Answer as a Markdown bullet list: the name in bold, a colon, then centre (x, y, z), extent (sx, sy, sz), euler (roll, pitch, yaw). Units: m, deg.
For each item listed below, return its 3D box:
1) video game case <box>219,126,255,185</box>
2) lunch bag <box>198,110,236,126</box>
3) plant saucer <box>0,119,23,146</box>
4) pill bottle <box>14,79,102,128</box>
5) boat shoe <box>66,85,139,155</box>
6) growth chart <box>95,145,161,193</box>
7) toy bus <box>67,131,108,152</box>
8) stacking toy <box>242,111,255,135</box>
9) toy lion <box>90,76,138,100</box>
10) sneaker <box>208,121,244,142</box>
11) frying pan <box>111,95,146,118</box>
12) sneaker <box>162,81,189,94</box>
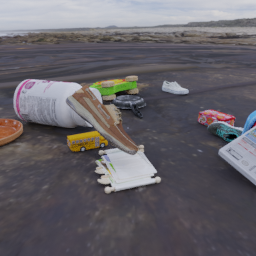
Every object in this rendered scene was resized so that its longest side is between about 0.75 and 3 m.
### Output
- **video game case**: centre (3.727, 0.591, 7.255), extent (2.226, 0.201, 1.594), euler (-28, 49, -20)
- **lunch bag**: centre (3.449, -0.342, 10.798), extent (1.086, 0.505, 1.233), euler (-10, 23, -36)
- **plant saucer**: centre (-4.664, 0.201, 9.492), extent (2.103, 0.339, 2.103), euler (0, 22, 0)
- **pill bottle**: centre (-2.592, -0.906, 10.538), extent (2.958, 1.677, 1.677), euler (8, 23, 20)
- **boat shoe**: centre (-0.576, -0.253, 7.578), extent (2.438, 0.875, 0.923), euler (42, -7, 5)
- **growth chart**: centre (-0.097, 1.017, 7.639), extent (1.648, 0.202, 2.277), euler (-5, 22, -11)
- **toy bus**: centre (-1.260, 0.413, 8.799), extent (1.223, 0.479, 0.398), euler (-10, 23, -25)
- **stacking toy**: centre (4.536, 0.440, 8.133), extent (1.297, 1.227, 2.235), euler (-25, 42, -35)
- **toy lion**: centre (-0.982, -2.288, 15.430), extent (2.694, 0.965, 2.811), euler (10, 23, 42)
- **sneaker**: centre (3.312, 0.160, 9.460), extent (1.369, 0.531, 0.625), euler (14, 29, 34)
- **frying pan**: centre (-0.048, -1.059, 12.785), extent (1.685, 0.453, 2.785), euler (2, 18, 6)
- **sneaker**: centre (2.582, -2.248, 15.494), extent (1.684, 0.596, 0.615), euler (18, 27, 38)
